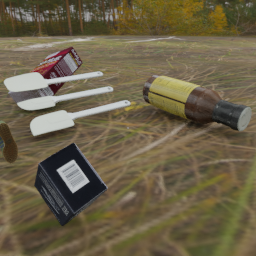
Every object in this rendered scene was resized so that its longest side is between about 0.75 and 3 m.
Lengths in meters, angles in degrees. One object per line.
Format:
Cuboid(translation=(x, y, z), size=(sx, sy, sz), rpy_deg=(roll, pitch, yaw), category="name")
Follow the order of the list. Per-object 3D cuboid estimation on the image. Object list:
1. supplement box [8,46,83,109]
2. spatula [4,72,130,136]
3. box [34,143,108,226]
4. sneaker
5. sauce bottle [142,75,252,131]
Cuboid(translation=(-2.498, -1.591, 8.735), size=(1.217, 0.681, 2.236), rpy_deg=(-8, 37, 33), category="supplement box")
Cuboid(translation=(-1.513, -0.903, 7.494), size=(2.923, 0.235, 2.032), rpy_deg=(-18, 54, -35), category="spatula")
Cuboid(translation=(-0.744, 0.724, 3.453), size=(0.488, 0.936, 0.692), rpy_deg=(-33, 80, -31), category="box")
Cuboid(translation=(-2.244, 0.227, 5.146), size=(0.269, 0.802, 0.360), rpy_deg=(-20, 28, -30), category="sneaker")
Cuboid(translation=(1.686, -0.659, 7.346), size=(0.961, 0.961, 2.971), rpy_deg=(-17, 32, -37), category="sauce bottle")
